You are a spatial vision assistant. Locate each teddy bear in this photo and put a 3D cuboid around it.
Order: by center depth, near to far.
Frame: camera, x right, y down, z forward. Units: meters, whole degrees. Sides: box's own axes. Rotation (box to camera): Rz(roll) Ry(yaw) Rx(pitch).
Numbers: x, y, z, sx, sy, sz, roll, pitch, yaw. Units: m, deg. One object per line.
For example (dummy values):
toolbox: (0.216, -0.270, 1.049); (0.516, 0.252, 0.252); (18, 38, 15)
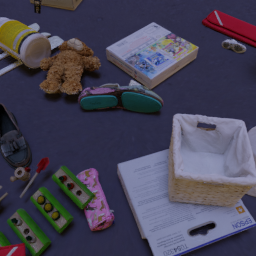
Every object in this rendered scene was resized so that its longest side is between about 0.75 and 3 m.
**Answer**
teddy bear: (-1.804, -1.940, 8.572); (1.784, 0.821, 2.460); (15, 55, 24)

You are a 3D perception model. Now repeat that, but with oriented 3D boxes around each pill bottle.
pill bottle: (-3.483, -2.786, 8.993); (1.921, 1.098, 1.098); (33, 59, 24)

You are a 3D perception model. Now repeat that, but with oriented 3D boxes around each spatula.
spatula: (-3.847, -2.717, 9.642); (2.833, 0.228, 1.970); (-38, 62, -26)

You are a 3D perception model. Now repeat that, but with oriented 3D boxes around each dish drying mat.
dish drying mat: (-2.141, 3.078, 4.830); (0.750, 0.178, 1.953); (-6, 68, -7)
dish drying mat: (4.171, -3.633, 10.327); (2.756, 0.251, 1.059); (34, 58, 24)

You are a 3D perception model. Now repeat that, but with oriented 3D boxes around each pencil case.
pencil case: (-0.737, 1.536, 6.122); (0.579, 0.554, 1.337); (-18, 54, -13)

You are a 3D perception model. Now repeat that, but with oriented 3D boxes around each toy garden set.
toy garden set: (-2.144, 1.586, 5.819); (1.869, 0.447, 2.242); (38, 74, 25)

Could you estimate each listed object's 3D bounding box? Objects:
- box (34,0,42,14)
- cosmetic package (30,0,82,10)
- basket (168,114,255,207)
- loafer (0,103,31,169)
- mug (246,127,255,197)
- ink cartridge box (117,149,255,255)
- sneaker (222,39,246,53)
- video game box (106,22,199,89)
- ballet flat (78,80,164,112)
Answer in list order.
box: (-2.398, -3.522, 7.478); (0.191, 0.780, 0.628); (5, 87, -17)
cosmetic package: (-2.983, -5.559, 11.528); (1.996, 0.730, 1.033); (14, 53, 12)
basket: (1.597, 0.671, 5.791); (1.514, 1.228, 1.527); (6, 52, 1)
loafer: (-3.049, 0.167, 7.139); (0.706, 0.618, 1.964); (-24, 56, -18)
mug: (3.113, 0.529, 6.385); (1.341, 1.374, 1.674); (25, 56, 19)
ink cartridge box: (1.171, 1.503, 6.182); (2.262, 0.499, 2.304); (-14, 55, -14)
sneaker: (3.725, -2.902, 9.729); (0.837, 0.326, 0.416); (29, 54, 19)
video game box: (0.801, -2.472, 9.255); (2.270, 0.531, 2.068); (-36, 58, -24)
ballet flat: (-0.199, -0.945, 7.935); (2.394, 0.828, 0.852); (1, 49, 6)
